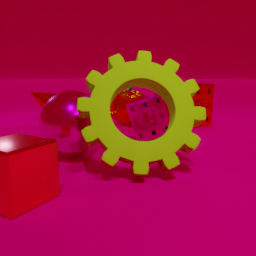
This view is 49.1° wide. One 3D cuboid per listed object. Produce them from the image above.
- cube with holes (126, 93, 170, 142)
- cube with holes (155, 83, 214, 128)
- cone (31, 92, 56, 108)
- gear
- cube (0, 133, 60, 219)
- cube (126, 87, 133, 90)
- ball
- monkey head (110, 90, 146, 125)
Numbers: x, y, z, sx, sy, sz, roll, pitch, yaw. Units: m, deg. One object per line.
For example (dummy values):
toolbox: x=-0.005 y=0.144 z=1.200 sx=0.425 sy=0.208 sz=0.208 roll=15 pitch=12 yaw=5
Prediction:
cube with holes: x=0.748 y=-0.303 z=6.901 sx=1.005 sy=1.005 sz=1.005 roll=-16 pitch=2 yaw=32
cube with holes: x=1.817 y=-0.782 z=9.217 sx=1.346 sy=1.346 sz=1.346 roll=-7 pitch=13 yaw=-31
cone: x=-2.544 y=-0.836 z=8.867 sx=1.175 sy=1.171 sz=1.171 roll=30 pitch=6 yaw=-11
gear: x=0.221 y=-0.259 z=4.676 sx=2.063 sy=2.063 sz=0.382 roll=-1 pitch=-15 yaw=-7
cube: x=-1.487 y=0.572 z=3.707 sx=0.810 sy=0.810 sz=0.810 roll=7 pitch=13 yaw=30
cube: x=-0.383 y=-1.725 z=12.480 sx=0.859 sy=0.859 sz=0.859 roll=36 pitch=-23 yaw=8
ball: x=-1.102 y=-0.093 z=5.607 sx=1.307 sy=1.307 sz=1.307 roll=0 pitch=11 yaw=0
monkey head: x=0.068 y=-0.629 z=8.924 sx=1.908 sy=1.150 sz=1.372 roll=2 pitch=9 yaw=-16
